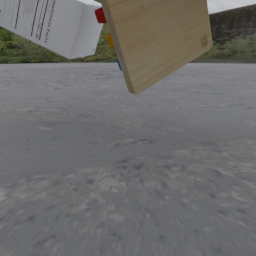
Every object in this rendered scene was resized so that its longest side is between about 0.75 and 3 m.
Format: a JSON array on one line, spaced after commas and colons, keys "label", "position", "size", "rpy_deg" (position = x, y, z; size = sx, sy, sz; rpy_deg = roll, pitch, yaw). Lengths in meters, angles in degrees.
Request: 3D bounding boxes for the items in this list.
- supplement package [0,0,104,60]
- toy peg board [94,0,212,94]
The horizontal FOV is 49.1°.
[{"label": "supplement package", "position": [-2.141, -3.207, 7.965], "size": [2.541, 1.521, 1.540], "rpy_deg": [27, 25, 9]}, {"label": "toy peg board", "position": [0.459, -2.760, 6.757], "size": [2.796, 2.784, 1.368], "rpy_deg": [-34, 34, -23]}]
